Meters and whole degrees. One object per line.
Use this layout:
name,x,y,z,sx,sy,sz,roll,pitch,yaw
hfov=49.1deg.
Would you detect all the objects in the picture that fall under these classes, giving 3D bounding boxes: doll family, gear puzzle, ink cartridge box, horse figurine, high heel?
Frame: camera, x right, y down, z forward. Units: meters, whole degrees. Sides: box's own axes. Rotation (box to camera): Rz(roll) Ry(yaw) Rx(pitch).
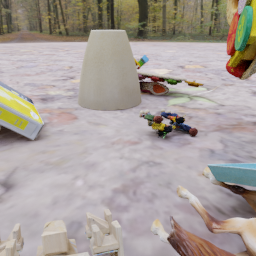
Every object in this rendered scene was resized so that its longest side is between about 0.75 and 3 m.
doll family,1.043,-0.110,6.859,1.554,0.610,0.898,-7,16,-26
gear puzzle,1.523,-1.814,10.766,2.708,0.355,1.403,12,13,18
ink cartridge box,-3.571,-0.911,6.949,2.706,0.636,2.675,34,3,-31
horse figurine,1.504,1.107,3.275,1.844,0.694,2.782,23,22,35
high heel,1.006,-1.644,11.159,1.549,0.522,0.745,16,20,28

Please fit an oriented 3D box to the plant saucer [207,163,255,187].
plant saucer,2.556,0.653,4.104,2.865,0.272,1.002,4,-5,-29

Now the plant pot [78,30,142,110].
plant pot,-0.641,-2.061,9.518,2.245,2.397,2.245,0,20,0

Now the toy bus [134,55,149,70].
toy bus,-0.252,-2.452,11.542,1.894,0.979,1.787,-36,10,34

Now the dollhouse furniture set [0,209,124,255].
dollhouse furniture set,-0.649,1.476,2.620,1.299,0.920,1.414,-5,0,-15

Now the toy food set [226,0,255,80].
toy food set,2.395,-2.300,5.396,0.657,2.700,2.673,9,-8,8
